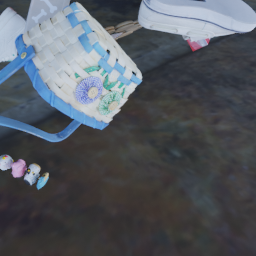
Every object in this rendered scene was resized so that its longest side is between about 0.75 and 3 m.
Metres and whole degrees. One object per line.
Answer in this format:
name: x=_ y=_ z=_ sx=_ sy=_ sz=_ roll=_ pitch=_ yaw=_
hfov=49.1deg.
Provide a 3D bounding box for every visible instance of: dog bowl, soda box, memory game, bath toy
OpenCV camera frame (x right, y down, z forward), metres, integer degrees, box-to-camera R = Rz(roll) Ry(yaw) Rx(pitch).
dog bowl: x=-2.138 y=-2.791 z=7.183 sx=0.786 sy=2.682 sz=2.682 roll=13 pitch=43 yaw=-22
soda box: x=2.008 y=-3.387 z=9.018 sx=0.590 sy=1.685 sz=0.534 roll=-18 pitch=29 yaw=40
memory game: x=-0.824 y=-2.480 z=7.818 sx=2.702 sy=0.172 sz=2.702 roll=-19 pitch=12 yaw=4
bath toy: x=-1.682 y=0.659 z=4.393 sx=0.844 sy=0.367 sz=0.312 roll=24 pitch=5 yaw=4

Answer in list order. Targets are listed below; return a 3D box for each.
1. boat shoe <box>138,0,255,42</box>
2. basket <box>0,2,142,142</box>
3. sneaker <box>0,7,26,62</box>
boat shoe: x=1.576 y=-2.474 z=6.380 sx=2.826 sy=0.987 sz=1.002 roll=-1 pitch=63 yaw=-20
basket: x=-1.234 y=-0.765 z=5.200 sx=2.565 sy=2.262 sz=1.784 roll=-35 pitch=62 yaw=18
sneaker: x=-3.214 y=-1.884 z=6.966 sx=2.086 sy=0.923 sz=0.785 roll=-47 pitch=28 yaw=8
